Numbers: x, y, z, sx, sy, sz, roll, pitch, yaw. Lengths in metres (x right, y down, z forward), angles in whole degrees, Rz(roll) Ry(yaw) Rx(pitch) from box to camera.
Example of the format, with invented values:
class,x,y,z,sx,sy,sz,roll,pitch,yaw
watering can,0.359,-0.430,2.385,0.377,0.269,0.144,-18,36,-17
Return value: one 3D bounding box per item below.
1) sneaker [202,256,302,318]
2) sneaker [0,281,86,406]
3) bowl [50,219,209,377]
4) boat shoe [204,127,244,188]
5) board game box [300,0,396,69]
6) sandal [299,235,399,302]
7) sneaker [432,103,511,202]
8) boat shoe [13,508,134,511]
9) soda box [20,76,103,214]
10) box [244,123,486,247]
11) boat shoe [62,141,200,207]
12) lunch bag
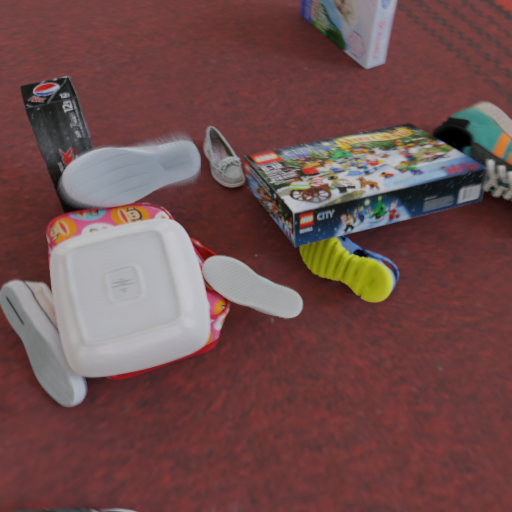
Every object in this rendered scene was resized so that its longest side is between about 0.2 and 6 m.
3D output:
class,x,y,z,sx,sy,sz,roll,pitch,yaw
sneaker,-0.117,0.544,8.734,1.651,0.677,0.610,29,77,-7
sneaker,-3.090,1.231,8.641,0.804,0.829,2.271,-10,57,-50
bowl,-1.768,0.489,7.747,2.107,0.786,2.104,-13,74,-10
boat shoe,-0.681,-1.989,11.359,0.572,0.497,1.551,-16,54,-12
board game box,2.173,-6.561,13.381,0.617,2.997,2.990,-25,55,-18
sandal,1.610,0.112,9.618,0.911,0.832,2.093,-2,32,-47
sneaker,4.737,-1.574,10.682,1.382,1.235,3.460,-23,51,-10
boat shoe,-2.404,3.465,6.867,2.433,0.806,0.851,2,52,2
soda box,-3.343,-1.829,9.950,0.878,2.482,0.786,-17,48,-14
box,1.869,-1.433,10.242,3.607,0.680,2.463,-14,35,-14
boat shoe,-2.171,-1.415,9.739,0.836,0.971,2.697,-4,12,45
lunch bag,-1.768,0.359,8.947,2.529,1.176,2.872,-15,52,-30
